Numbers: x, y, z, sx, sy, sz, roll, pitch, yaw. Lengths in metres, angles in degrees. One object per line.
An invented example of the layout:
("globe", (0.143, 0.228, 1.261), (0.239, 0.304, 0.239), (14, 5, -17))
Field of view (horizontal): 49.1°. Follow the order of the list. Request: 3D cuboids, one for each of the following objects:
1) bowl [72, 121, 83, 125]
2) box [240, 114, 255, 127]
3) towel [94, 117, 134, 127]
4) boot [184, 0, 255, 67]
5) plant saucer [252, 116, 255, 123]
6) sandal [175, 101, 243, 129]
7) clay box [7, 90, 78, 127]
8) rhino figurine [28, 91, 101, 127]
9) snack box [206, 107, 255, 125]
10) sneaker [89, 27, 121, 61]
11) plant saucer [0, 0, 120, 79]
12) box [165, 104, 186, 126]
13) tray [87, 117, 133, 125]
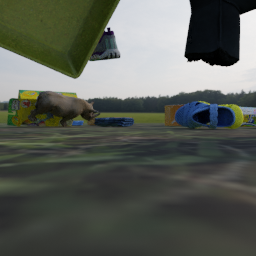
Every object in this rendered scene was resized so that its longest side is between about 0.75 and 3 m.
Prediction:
("bowl", (-2.945, -0.256, 14.641), (1.221, 0.240, 1.221), (0, 1, 0))
("box", (4.164, -0.287, 10.588), (1.472, 0.473, 0.516), (1, 2, 11))
("towel", (-0.509, -0.208, 10.296), (1.374, 0.333, 0.767), (0, 0, 33))
("boot", (2.344, -2.303, 6.154), (2.278, 1.914, 0.870), (1, -1, -7))
("plant saucer", (4.588, -0.156, 7.683), (2.195, 0.341, 2.195), (0, 1, 0))
("sandal", (1.877, -0.321, 7.150), (0.829, 0.757, 1.905), (-6, 3, -36))
("clay box", (-3.096, -0.689, 10.153), (2.346, 1.348, 0.558), (1, 45, -28))
("rhino figurine", (-2.039, -0.643, 9.733), (2.597, 0.776, 1.135), (8, -46, -38))
("snack box", (4.612, -0.570, 13.705), (2.260, 0.907, 2.680), (0, 2, -35))
("sneaker", (-0.833, -2.726, 9.201), (0.826, 0.972, 2.220), (-13, 16, -23))
("plant saucer", (-1.602, -2.645, 5.541), (2.592, 2.596, 0.622), (20, 21, -34))
("box", (2.257, -0.513, 11.569), (0.689, 0.879, 1.413), (-1, 2, -41))
("tray", (-0.937, -0.325, 14.003), (1.133, 0.426, 2.298), (-2, 1, -40))
